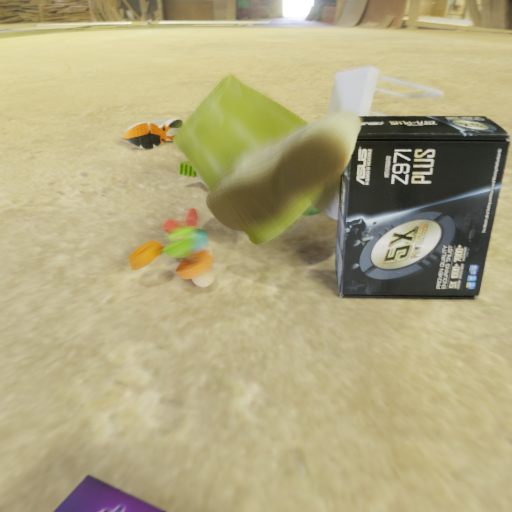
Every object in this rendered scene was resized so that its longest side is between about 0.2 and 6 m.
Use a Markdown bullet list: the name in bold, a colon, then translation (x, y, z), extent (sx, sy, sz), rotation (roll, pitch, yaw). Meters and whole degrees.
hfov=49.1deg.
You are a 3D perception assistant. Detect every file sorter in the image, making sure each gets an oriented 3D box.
- **file sorter**: translation (2.181, -1.972, 10.441), extent (1.601, 2.571, 1.784), rotation (9, 13, -14)

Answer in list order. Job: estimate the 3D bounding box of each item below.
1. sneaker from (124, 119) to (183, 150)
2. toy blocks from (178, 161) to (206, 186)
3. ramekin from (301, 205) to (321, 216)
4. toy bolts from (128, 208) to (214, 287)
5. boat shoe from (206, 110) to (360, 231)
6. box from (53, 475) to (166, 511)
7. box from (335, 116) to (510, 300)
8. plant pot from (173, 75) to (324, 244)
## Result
- **sneaker**: translation (-3.136, -3.603, 16.500), extent (0.962, 0.791, 2.090), rotation (13, 22, 37)
- **toy blocks**: translation (-0.342, -2.044, 13.232), extent (2.459, 1.229, 1.681), rotation (-17, 44, -33)
- **ramekin**: translation (1.076, -1.201, 12.241), extent (0.763, 0.373, 0.763), rotation (0, 28, 0)
- **toy bolts**: translation (-1.285, 0.010, 9.517), extent (1.348, 0.979, 1.411), rotation (-22, 25, 21)
- **boat shoe**: translation (0.330, -1.189, 8.097), extent (2.753, 1.004, 0.866), rotation (-31, 18, 46)
- **box**: translation (-0.942, 2.804, 4.320), extent (2.030, 0.800, 1.432), rotation (13, 33, 23)
- **box**: translation (2.459, -0.750, 8.859), extent (2.243, 2.739, 1.180), rotation (1, 28, 2)
- **plant pot**: translation (-0.133, -1.832, 9.820), extent (2.276, 2.364, 2.364), rotation (40, 24, -16)
